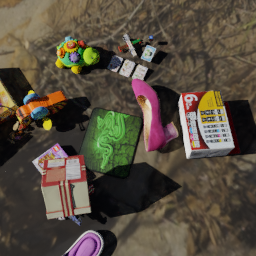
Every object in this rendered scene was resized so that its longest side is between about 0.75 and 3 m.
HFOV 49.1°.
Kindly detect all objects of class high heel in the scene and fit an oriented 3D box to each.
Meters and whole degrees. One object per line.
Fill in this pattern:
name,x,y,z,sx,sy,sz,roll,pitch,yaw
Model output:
high heel,0.604,-0.527,10.563,1.379,0.968,2.875,-27,83,-22

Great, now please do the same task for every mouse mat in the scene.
mouse mat,-0.690,0.505,10.601,2.061,0.096,2.561,13,67,5

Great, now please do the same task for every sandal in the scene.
sandal,-1.826,4.457,8.601,1.173,0.708,2.882,27,70,11

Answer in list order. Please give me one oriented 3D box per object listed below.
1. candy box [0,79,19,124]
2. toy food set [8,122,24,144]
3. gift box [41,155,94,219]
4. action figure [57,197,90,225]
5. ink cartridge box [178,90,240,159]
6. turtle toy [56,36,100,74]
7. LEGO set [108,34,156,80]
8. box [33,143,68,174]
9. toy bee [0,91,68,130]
candy box,-5.552,-1.313,10.996,1.513,0.732,2.593,-33,73,-12
toy food set,-4.211,0.188,10.643,0.500,0.124,0.787,27,82,18
gift box,-1.864,1.818,8.856,1.503,1.521,1.629,-3,31,-6
action figure,-1.847,2.666,9.444,1.257,0.680,1.299,-44,74,-9
ink cartridge box,3.059,-0.166,10.353,2.023,0.966,2.304,-5,67,0
turtle toy,-2.079,-3.079,11.592,1.954,0.988,1.424,20,69,8
LEGO set,0.280,-3.125,12.027,1.605,0.527,2.149,23,80,8
box,-2.492,1.498,10.048,1.108,0.317,1.619,-37,72,-14
toy bee,-3.643,-0.665,10.576,2.571,1.398,1.683,1,59,-27
